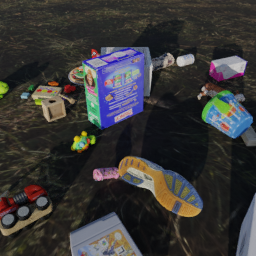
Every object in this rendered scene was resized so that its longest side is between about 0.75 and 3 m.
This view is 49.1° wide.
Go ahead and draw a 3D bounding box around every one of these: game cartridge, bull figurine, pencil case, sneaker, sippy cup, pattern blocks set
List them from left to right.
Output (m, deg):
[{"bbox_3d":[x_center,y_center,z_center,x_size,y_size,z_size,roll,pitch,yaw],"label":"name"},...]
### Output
[{"bbox_3d":[-3.881,-1.690,13.564,2.241,0.182,1.970,12,40,14],"label":"pattern blocks set"},{"bbox_3d":[-0.687,1.489,9.088,0.925,0.383,0.400,3,68,-49],"label":"pencil case"},{"bbox_3d":[-0.487,3.333,7.008,1.577,0.492,2.368,-17,41,-26],"label":"game cartridge"},{"bbox_3d":[1.685,-3.655,15.636,1.779,0.692,0.795,-25,55,-28],"label":"pencil case"},{"bbox_3d":[1.087,1.621,8.562,2.760,1.039,1.216,31,8,25],"label":"sneaker"},{"bbox_3d":[4.262,-1.457,12.884,2.037,0.663,1.237,30,47,33],"label":"bull figurine"},{"bbox_3d":[3.842,-0.430,10.625,1.938,1.522,1.420,-13,48,-34],"label":"sippy cup"}]

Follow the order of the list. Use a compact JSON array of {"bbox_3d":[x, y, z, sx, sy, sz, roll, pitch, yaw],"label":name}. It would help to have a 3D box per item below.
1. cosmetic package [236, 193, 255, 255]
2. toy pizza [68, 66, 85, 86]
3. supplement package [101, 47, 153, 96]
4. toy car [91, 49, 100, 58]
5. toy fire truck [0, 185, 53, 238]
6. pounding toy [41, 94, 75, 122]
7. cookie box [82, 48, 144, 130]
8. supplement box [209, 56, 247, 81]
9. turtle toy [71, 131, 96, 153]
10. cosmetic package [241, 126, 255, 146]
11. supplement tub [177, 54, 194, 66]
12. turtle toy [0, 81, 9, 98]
[{"bbox_3d":[3.818,3.196,6.262,2.483,1.526,2.475,17,41,20],"label":"cosmetic package"},{"bbox_3d":[-2.085,-2.930,15.000,2.203,0.349,2.203,0,39,0],"label":"toy pizza"},{"bbox_3d":[-0.120,-2.674,13.421,2.301,1.746,1.733,-2,45,-3],"label":"supplement package"},{"bbox_3d":[-1.375,-2.430,12.612,0.389,1.641,1.744,-6,59,-14],"label":"toy car"},{"bbox_3d":[-3.176,2.164,8.191,1.448,1.058,1.645,-26,55,-28],"label":"toy fire truck"},{"bbox_3d":[-2.981,-1.068,11.992,1.303,1.145,0.596,-23,43,-26],"label":"pounding toy"},{"bbox_3d":[-0.523,-1.600,11.406,2.316,2.708,1.017,-26,43,-30],"label":"cookie box"},{"bbox_3d":[5.316,-3.182,14.925,1.679,0.849,0.868,-15,41,-18],"label":"supplement box"},{"bbox_3d":[-1.630,0.530,10.407,0.510,0.736,1.010,42,46,13],"label":"turtle toy"},{"bbox_3d":[4.716,0.306,10.927,0.461,0.311,0.876,0,38,-1],"label":"cosmetic package"},{"bbox_3d":[3.307,-3.892,16.062,0.858,0.566,0.566,-19,42,-23],"label":"supplement tub"},{"bbox_3d":[-6.438,-1.754,13.091,1.713,0.866,1.248,-4,38,-4],"label":"turtle toy"}]
